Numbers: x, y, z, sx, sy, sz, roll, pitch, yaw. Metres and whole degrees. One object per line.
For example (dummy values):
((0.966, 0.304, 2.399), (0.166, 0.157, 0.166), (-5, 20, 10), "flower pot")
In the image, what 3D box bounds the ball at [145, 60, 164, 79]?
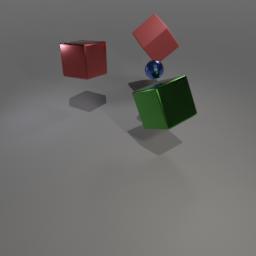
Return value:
((0.960, -2.125, 10.221), (0.700, 0.700, 0.700), (0, 31, 0), "ball")

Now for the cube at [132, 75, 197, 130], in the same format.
((1.247, -0.846, 9.592), (1.400, 1.400, 1.400), (-26, 14, -28), "cube")

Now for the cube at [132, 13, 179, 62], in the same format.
((1.307, -4.199, 13.289), (1.400, 1.400, 1.400), (-37, 51, 14), "cube")

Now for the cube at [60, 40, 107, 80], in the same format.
((-1.873, -2.959, 12.017), (1.400, 1.400, 1.400), (13, 27, 31), "cube")
